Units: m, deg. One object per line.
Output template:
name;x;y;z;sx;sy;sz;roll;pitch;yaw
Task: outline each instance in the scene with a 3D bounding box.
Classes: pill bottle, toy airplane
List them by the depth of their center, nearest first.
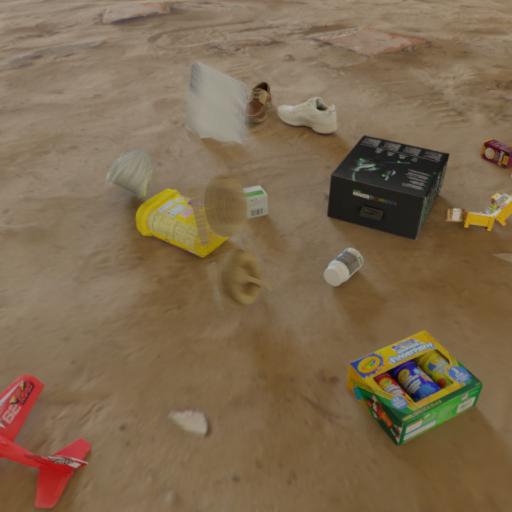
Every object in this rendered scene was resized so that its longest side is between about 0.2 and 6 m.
toy airplane;-3.178;2.512;7.277;2.301;0.423;2.301;1;33;-1
pill bottle;1.606;0.215;10.355;0.438;0.438;0.774;24;41;29

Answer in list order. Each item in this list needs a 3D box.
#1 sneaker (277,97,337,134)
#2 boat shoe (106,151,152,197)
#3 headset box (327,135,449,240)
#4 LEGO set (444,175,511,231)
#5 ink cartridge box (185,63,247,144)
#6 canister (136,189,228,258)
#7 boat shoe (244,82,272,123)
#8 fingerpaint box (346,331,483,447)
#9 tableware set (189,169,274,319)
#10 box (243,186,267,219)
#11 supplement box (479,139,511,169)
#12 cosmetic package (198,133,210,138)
sneaker;1.455;-4.071;15.699;1.920;0.957;0.719;22;43;29
boat shoe;-2.628;-1.784;11.924;0.909;0.791;2.465;27;-1;-14
headset box;2.845;-1.513;12.136;2.022;1.077;2.322;17;40;20
LEGO set;4.824;-1.032;11.870;1.864;0.857;0.694;-26;21;4
ink cartridge box;-0.797;-3.068;11.453;0.290;1.313;1.337;-1;-8;45
canister;-1.438;-0.671;11.348;1.608;0.696;1.194;23;42;26
boat shoe;-0.005;-4.546;16.504;0.780;0.739;2.059;6;37;8
fingerpaint box;2.252;1.847;8.080;1.461;0.536;1.218;-17;40;-22
tableware set;-0.283;-0.223;9.172;0.454;2.265;1.497;-2;19;29
box;-0.070;-1.164;12.135;0.525;0.528;0.452;-14;37;-16
supplement box;6.101;-2.572;14.095;0.347;0.447;0.810;-21;41;-26
cosmetic package;-1.092;-3.599;15.389;1.011;0.571;0.410;-5;37;-10
